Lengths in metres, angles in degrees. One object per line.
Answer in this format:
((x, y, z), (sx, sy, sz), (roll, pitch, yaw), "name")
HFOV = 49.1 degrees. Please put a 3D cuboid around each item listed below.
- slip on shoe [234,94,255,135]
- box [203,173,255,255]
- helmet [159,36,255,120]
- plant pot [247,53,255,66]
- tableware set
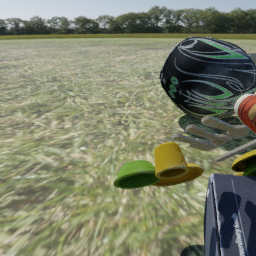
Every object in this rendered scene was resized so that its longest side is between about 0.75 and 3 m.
((3.073, 0.050, 5.698), (2.142, 0.793, 0.655), (30, 14, -23), "slip on shoe")
((1.789, 1.331, 2.719), (2.000, 1.043, 1.480), (4, 25, 13), "box")
((2.407, -1.365, 8.118), (2.471, 2.471, 2.356), (-21, 47, -42), "helmet")
((4.442, -2.013, 10.232), (1.472, 1.304, 1.473), (-10, 15, -43), "plant pot")
((1.076, 0.598, 3.538), (2.392, 0.367, 1.612), (16, -37, -40), "tableware set")
